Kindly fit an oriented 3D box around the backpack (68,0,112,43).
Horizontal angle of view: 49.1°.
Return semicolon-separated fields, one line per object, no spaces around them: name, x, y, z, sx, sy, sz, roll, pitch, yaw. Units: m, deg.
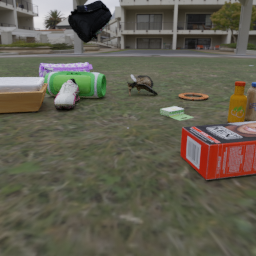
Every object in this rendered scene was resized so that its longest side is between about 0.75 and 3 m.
backpack;-1.175;-3.460;8.946;1.320;1.102;0.836;-47;23;-25

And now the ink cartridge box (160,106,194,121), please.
ink cartridge box;1.664;-0.509;9.544;0.702;0.231;0.965;-12;20;-33

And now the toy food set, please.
toy food set;4.597;-0.702;8.377;2.862;1.288;1.366;9;20;26

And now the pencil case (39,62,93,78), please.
pencil case;-3.592;-3.162;15.884;2.931;1.230;1.253;-8;-25;-24

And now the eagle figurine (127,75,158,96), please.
eagle figurine;0.657;-1.974;13.057;1.355;1.028;1.023;-7;-2;-4

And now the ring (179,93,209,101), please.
ring;2.887;-1.378;12.370;1.291;0.124;1.291;1;18;0

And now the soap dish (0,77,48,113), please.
soap dish;-4.378;-1.235;10.384;2.628;1.067;2.067;-4;18;-10

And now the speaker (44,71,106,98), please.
speaker;-2.319;-1.917;12.389;2.593;1.147;1.147;3;18;9

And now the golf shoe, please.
golf shoe;-2.387;-1.338;10.852;0.784;0.995;2.160;0;19;-2

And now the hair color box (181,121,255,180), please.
hair color box;2.500;0.386;5.909;2.456;0.752;1.247;-4;18;-13
